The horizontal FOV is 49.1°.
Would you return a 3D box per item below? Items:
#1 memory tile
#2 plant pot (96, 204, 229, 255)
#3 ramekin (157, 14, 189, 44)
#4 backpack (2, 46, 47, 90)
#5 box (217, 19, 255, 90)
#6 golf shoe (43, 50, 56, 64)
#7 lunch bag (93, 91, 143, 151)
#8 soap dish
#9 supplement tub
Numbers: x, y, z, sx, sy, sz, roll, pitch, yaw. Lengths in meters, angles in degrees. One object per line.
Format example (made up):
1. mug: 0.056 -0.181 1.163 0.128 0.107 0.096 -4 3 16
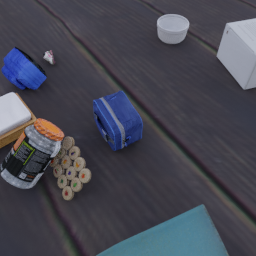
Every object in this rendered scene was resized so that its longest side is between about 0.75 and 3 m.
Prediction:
1. memory tile: -1.377 0.915 6.468 0.973 0.107 1.270 -45 58 20
2. plant pot: 0.230 2.892 4.149 2.885 2.038 2.039 -21 53 0
3. ramekin: 1.619 -3.588 10.248 1.150 0.603 1.150 0 50 0
4. backpack: -3.117 -1.669 8.514 1.173 0.953 0.984 36 87 24
5. box: 4.443 -2.477 8.901 2.408 1.280 1.833 -13 52 -10
6. golf shoe: -2.657 -2.348 9.475 0.347 0.274 0.754 -19 45 -10
7. lunch bag: -0.313 -0.127 7.196 0.963 0.989 1.456 -22 56 -16
8. soap dish: -3.390 -0.120 7.399 1.637 0.665 1.288 -32 58 -24
9. supplement tub: -2.132 0.561 6.314 0.886 0.886 1.447 41 99 28
